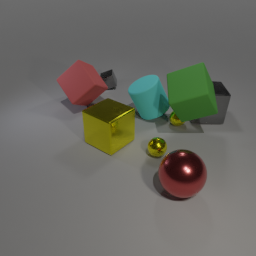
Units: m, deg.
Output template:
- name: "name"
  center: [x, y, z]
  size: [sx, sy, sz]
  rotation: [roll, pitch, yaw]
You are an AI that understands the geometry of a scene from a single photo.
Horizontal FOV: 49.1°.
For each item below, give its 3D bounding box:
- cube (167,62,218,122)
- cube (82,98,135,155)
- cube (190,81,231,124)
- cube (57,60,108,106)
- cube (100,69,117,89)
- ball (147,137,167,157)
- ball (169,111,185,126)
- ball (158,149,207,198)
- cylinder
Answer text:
- name: "cube"
  center: [2.340, -1.262, 10.237]
  size: [1.400, 1.400, 1.400]
  rotation: [-14, 57, 25]
- name: "cube"
  center: [-0.697, -0.092, 10.471]
  size: [1.400, 1.400, 1.400]
  rotation: [24, 39, 33]
- name: "cube"
  center: [3.387, -1.120, 12.057]
  size: [1.400, 1.400, 1.400]
  rotation: [2, 32, -2]
- name: "cube"
  center: [-2.031, -1.979, 12.613]
  size: [1.400, 1.400, 1.400]
  rotation: [55, 16, 10]
- name: "cube"
  center: [-1.030, -2.560, 14.841]
  size: [0.700, 0.700, 0.700]
  rotation: [-17, 37, 12]
- name: "ball"
  center: [1.037, 0.672, 9.914]
  size: [0.700, 0.700, 0.700]
  rotation: [0, 32, 0]
- name: "ball"
  center: [2.072, -0.423, 11.665]
  size: [0.700, 0.700, 0.700]
  rotation: [0, 32, 0]
- name: "ball"
  center: [1.584, 1.322, 8.167]
  size: [1.400, 1.400, 1.400]
  rotation: [0, 32, 0]
- name: "cylinder"
  center: [0.906, -1.311, 11.953]
  size: [1.400, 1.400, 1.400]
  rotation: [-22, 31, 14]
